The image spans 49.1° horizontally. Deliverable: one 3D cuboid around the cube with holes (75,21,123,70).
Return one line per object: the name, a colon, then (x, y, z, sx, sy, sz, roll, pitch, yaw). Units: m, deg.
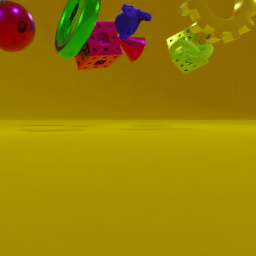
cube with holes: (-0.732, -1.858, 6.361, 0.789, 0.789, 0.789, -12, -6, -31)

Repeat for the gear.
gear: (2.315, -3.213, 6.998, 2.089, 2.089, 0.386, 0, 2, -15)

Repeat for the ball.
ball: (-2.947, -2.518, 6.988, 1.223, 1.223, 1.223, 0, 2, 0)

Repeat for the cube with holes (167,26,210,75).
cube with holes: (2.342, -3.019, 10.941, 1.108, 1.108, 1.108, -24, -36, 29)

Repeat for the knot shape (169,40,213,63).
knot shape: (2.180, -2.501, 9.224, 1.409, 0.651, 1.318, -4, 22, -34)

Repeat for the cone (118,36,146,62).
cone: (-0.067, -3.568, 11.770, 1.168, 1.164, 1.164, 23, -11, -30)

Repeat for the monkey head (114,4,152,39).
monkey head: (0.139, -3.542, 9.464, 1.184, 0.992, 1.646, 14, 36, -4)

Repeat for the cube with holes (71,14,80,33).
cube with holes: (-1.997, -3.894, 11.568, 1.201, 1.201, 1.201, -26, 22, 15)

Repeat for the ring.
ring: (-1.131, -2.334, 6.116, 0.349, 1.743, 1.743, 18, -8, -33)
